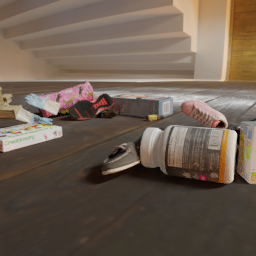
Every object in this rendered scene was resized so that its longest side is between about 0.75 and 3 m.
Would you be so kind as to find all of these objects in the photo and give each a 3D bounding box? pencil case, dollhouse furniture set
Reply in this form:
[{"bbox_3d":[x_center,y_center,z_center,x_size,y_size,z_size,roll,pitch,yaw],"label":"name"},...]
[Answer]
[{"bbox_3d":[-2.965,-1.426,13.620,2.693,1.115,1.165,-23,64,-20],"label":"pencil case"},{"bbox_3d":[-6.387,-1.753,14.108,2.888,1.606,2.554,2,26,12],"label":"dollhouse furniture set"}]

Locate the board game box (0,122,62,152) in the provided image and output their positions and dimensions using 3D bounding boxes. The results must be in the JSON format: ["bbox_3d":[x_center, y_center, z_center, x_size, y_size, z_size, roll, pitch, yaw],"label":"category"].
[{"bbox_3d":[-3.494,0.238,9.230,1.417,0.388,2.244,9,16,33],"label":"board game box"}]

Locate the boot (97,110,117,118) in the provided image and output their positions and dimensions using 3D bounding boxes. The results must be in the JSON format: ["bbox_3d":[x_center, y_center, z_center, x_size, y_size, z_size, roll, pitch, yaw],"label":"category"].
[{"bbox_3d":[-1.002,-0.606,13.232,1.036,0.387,0.502,-1,19,42],"label":"boot"}]

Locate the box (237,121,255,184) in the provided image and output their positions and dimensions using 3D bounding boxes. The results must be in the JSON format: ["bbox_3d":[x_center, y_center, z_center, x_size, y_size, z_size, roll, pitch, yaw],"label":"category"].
[{"bbox_3d":[2.845,0.517,6.089,0.625,1.233,0.694,0,11,0],"label":"box"}]

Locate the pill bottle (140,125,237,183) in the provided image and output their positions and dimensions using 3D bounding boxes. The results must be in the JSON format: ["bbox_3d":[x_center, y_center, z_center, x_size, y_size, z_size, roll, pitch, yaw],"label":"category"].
[{"bbox_3d":[1.344,0.530,6.242,1.973,1.148,1.148,5,14,24],"label":"pill bottle"}]

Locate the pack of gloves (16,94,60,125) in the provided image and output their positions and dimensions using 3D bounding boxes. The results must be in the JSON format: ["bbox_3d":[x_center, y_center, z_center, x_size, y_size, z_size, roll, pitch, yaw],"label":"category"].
[{"bbox_3d":[-3.410,-0.646,10.622,1.365,1.147,0.269,20,-9,-7],"label":"pack of gloves"}]

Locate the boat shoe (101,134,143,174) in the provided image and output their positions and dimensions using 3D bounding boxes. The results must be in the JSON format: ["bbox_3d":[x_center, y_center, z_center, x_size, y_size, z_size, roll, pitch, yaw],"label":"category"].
[{"bbox_3d":[0.068,0.531,6.821,0.806,0.687,2.411,-20,-3,32],"label":"boat shoe"}]

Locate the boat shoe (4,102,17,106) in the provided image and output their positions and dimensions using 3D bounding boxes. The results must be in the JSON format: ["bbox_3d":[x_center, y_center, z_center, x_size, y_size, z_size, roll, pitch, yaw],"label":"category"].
[{"bbox_3d":[-6.521,-1.104,14.764,0.602,0.588,1.591,6,14,27],"label":"boat shoe"}]

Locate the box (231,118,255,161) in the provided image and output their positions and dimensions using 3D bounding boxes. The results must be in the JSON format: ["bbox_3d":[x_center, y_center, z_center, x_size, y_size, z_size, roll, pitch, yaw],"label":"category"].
[{"bbox_3d":[3.936,0.372,7.495,1.691,0.889,2.065,11,17,40],"label":"box"}]

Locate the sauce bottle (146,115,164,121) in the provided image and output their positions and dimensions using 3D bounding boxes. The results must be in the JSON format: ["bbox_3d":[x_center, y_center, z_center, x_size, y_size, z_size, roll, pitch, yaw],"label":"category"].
[{"bbox_3d":[1.244,-0.470,12.733,0.821,0.271,0.271,-2,13,-20],"label":"sauce bottle"}]

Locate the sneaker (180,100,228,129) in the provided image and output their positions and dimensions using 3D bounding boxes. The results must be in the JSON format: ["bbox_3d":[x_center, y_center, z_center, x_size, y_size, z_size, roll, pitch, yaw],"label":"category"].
[{"bbox_3d":[2.847,-0.436,10.300,1.834,0.690,0.959,22,25,-8],"label":"sneaker"}]

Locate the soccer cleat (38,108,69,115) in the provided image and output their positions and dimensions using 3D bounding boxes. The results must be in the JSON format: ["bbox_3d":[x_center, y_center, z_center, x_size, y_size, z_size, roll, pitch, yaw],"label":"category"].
[{"bbox_3d":[-3.452,-1.232,14.438,2.339,0.979,0.756,-5,14,-22],"label":"soccer cleat"}]

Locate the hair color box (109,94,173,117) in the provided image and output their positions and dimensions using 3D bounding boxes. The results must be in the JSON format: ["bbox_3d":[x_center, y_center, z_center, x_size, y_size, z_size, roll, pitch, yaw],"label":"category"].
[{"bbox_3d":[0.618,-1.153,14.249,2.997,0.909,1.484,8,15,34],"label":"hair color box"}]

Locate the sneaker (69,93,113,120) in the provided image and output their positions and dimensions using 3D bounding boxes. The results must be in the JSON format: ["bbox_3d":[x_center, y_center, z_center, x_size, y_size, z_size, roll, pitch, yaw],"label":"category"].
[{"bbox_3d":[-1.840,-0.831,13.528,2.561,0.944,1.111,-26,-7,-44],"label":"sneaker"}]
